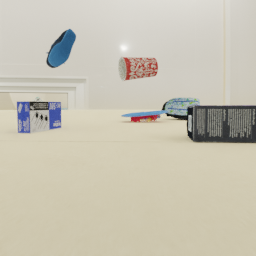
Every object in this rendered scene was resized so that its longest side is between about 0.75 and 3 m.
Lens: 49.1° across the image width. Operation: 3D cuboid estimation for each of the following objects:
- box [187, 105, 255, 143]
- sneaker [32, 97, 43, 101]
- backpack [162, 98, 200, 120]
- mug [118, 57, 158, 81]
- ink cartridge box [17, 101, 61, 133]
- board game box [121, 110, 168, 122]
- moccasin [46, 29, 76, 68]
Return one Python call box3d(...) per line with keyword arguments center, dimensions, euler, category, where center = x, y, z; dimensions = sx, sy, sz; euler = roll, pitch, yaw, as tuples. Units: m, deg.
box3d(center=(2.132, -0.121, 6.257), dimensions=(1.495, 0.780, 1.107), euler=(0, 4, 5), category="box")
box3d(center=(-3.661, -0.694, 11.283), dimensions=(0.940, 1.105, 2.497), euler=(-4, 6, -27), category="sneaker")
box3d(center=(2.958, -1.006, 14.717), dimensions=(1.566, 1.476, 1.920), euler=(12, 14, -24), category="backpack")
box3d(center=(0.313, -2.113, 9.415), dimensions=(1.175, 1.043, 0.784), euler=(-8, -29, -18), category="mug")
box3d(center=(-2.641, -0.368, 8.534), dimensions=(0.422, 0.897, 1.907), euler=(1, 4, 12), category="ink cartridge box")
box3d(center=(0.789, -0.471, 13.034), dimensions=(2.213, 0.431, 1.749), euler=(-5, 9, 6), category="board game box")
box3d(center=(-1.567, -1.794, 6.508), dimensions=(0.412, 0.487, 1.209), euler=(-11, 42, 37), category="moccasin")
